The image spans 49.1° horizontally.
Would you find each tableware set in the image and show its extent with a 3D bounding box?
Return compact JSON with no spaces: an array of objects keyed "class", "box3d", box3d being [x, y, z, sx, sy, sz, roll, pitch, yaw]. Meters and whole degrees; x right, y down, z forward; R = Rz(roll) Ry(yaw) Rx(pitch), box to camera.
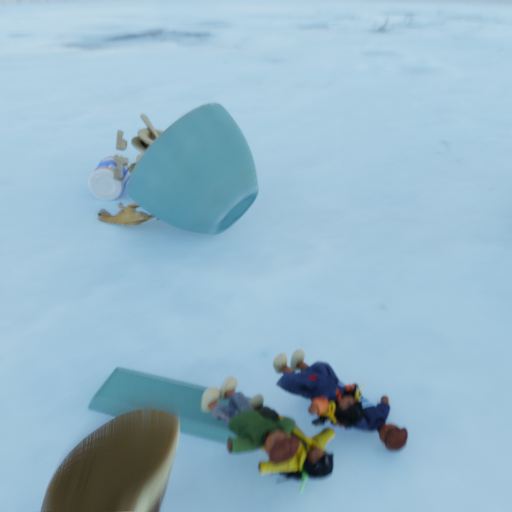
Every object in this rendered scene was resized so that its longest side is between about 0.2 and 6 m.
[{"class":"tableware set","box3d":[-1.850,-2.051,11.248,1.866,0.566,2.823,13,26,-18]}]

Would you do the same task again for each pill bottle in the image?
[{"class":"pill bottle","box3d":[-2.824,-1.587,10.970,0.645,0.645,1.152,0,29,0]}]

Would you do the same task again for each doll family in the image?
[{"class":"doll family","box3d":[0.570,1.561,5.370,2.151,0.844,1.244,-20,30,-36]}]

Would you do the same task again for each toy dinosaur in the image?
[{"class":"toy dinosaur","box3d":[-2.051,-0.665,9.517,1.696,0.512,0.901,-1,26,46]}]

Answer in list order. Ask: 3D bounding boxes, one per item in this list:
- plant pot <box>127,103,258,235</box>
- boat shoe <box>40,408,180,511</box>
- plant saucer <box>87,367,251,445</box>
[{"class":"plant pot","box3d":[-0.796,-1.180,9.070,1.419,2.106,2.106,45,43,7]},{"class":"boat shoe","box3d":[-1.193,2.175,4.248,0.839,0.837,2.327,4,30,11]},{"class":"plant saucer","box3d":[-0.859,1.573,5.984,1.819,0.173,0.636,10,32,15]}]
